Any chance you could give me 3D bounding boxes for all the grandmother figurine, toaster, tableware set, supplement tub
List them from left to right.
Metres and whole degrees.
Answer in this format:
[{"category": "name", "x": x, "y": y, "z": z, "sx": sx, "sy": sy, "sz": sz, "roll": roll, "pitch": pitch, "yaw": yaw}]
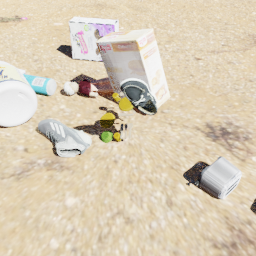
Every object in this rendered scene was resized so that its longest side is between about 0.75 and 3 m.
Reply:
[{"category": "supplement tub", "x": -4.337, "y": -1.282, "z": 9.892, "sx": 1.680, "sy": 1.680, "sz": 2.317, "roll": -21, "pitch": 42, "yaw": -25}, {"category": "grandmother figurine", "x": -1.525, "y": -1.695, "z": 11.337, "sx": 2.141, "sy": 0.648, "sz": 1.298, "roll": -7, "pitch": 30, "yaw": -13}, {"category": "tableware set", "x": -0.341, "y": -0.363, "z": 9.199, "sx": 1.195, "sy": 0.272, "sz": 1.775, "roll": -5, "pitch": 66, "yaw": 19}, {"category": "toaster", "x": 2.405, "y": 1.325, "z": 7.341, "sx": 1.180, "sy": 0.671, "sz": 0.762, "roll": -28, "pitch": 48, "yaw": -31}]

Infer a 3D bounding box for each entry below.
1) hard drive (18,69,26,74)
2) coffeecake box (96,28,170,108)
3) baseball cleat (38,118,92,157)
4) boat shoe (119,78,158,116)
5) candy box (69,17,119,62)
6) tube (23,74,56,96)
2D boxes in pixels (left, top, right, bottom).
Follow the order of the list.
[{"category": "hard drive", "x": -5.365, "y": -2.308, "z": 12.477, "sx": 0.879, "sy": 0.169, "sz": 1.332, "roll": 15, "pitch": 40, "yaw": 19}, {"category": "coffeecake box", "x": 0.197, "y": -2.016, "z": 9.717, "sx": 1.918, "sy": 2.499, "sz": 0.913, "roll": 14, "pitch": 45, "yaw": 42}, {"category": "baseball cleat", "x": -2.140, "y": 0.298, "z": 8.663, "sx": 1.971, "sy": 0.687, "sz": 1.049, "roll": 14, "pitch": 39, "yaw": 19}, {"category": "boat shoe", "x": 0.328, "y": -0.725, "z": 6.834, "sx": 0.587, "sy": 1.551, "sz": 0.468, "roll": -25, "pitch": 64, "yaw": 26}, {"category": "candy box", "x": -1.612, "y": -4.269, "z": 13.613, "sx": 2.251, "sy": 1.888, "sz": 0.805, "roll": 7, "pitch": 38, "yaw": 9}, {"category": "tube", "x": -4.256, "y": -1.894, "z": 11.563, "sx": 2.632, "sy": 0.663, "sz": 1.019, "roll": 13, "pitch": 37, "yaw": 18}]
